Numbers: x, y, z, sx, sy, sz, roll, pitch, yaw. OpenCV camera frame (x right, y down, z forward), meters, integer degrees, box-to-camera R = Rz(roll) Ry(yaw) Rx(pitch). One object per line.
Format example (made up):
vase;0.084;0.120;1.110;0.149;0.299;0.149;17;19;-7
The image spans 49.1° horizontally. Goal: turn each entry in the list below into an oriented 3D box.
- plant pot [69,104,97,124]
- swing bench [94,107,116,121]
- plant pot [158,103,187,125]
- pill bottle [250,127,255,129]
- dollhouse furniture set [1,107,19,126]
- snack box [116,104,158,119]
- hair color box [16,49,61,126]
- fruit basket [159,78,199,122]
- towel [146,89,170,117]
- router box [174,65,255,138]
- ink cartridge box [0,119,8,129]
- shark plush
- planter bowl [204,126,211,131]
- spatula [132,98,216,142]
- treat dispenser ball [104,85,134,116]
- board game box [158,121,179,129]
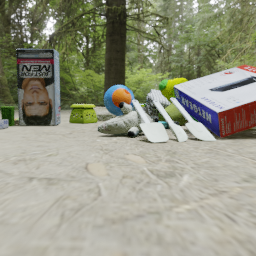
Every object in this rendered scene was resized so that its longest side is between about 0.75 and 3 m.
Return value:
plant pot;-2.066;-0.669;12.981;0.970;0.884;0.974;2;4;34
swing bench;-1.301;-0.761;14.831;1.186;0.774;1.193;-1;5;-11
plant pot;1.733;-0.496;11.182;1.026;1.026;0.974;4;17;43
pill bottle;3.969;-0.674;9.797;2.485;1.383;1.383;2;5;36
dollhouse furniture set;-4.633;-0.529;11.879;1.005;0.776;2.010;1;5;9
snack box;0.457;-1.002;16.775;2.265;0.909;2.685;6;8;41
hair color box;-3.589;-1.610;11.346;1.481;2.991;0.907;0;6;-2
fruit basket;2.753;-1.572;12.487;2.827;2.827;2.039;-6;-35;-51
towel;2.075;-1.206;14.944;2.065;1.067;2.494;8;20;-5
router box;3.155;-0.952;8.222;2.682;0.730;2.988;-17;23;-7
ink cartridge box;-4.675;-0.100;9.314;0.707;0.333;1.504;-1;5;3
shark plush;0.189;-0.151;7.994;2.170;0.986;0.904;-12;-18;-49
planter bowl;2.763;-0.180;9.046;0.804;0.541;0.804;0;5;0
spatula;0.975;-0.286;7.211;1.662;0.192;2.391;-5;31;-12
treat dispenser ball;-0.281;-0.872;8.857;0.966;0.966;0.966;0;5;0
board game box;0.830;-0.130;10.267;1.160;0.241;1.714;-5;7;-44
